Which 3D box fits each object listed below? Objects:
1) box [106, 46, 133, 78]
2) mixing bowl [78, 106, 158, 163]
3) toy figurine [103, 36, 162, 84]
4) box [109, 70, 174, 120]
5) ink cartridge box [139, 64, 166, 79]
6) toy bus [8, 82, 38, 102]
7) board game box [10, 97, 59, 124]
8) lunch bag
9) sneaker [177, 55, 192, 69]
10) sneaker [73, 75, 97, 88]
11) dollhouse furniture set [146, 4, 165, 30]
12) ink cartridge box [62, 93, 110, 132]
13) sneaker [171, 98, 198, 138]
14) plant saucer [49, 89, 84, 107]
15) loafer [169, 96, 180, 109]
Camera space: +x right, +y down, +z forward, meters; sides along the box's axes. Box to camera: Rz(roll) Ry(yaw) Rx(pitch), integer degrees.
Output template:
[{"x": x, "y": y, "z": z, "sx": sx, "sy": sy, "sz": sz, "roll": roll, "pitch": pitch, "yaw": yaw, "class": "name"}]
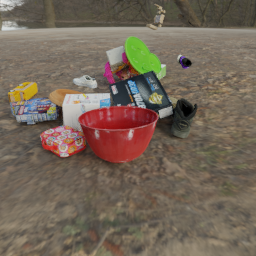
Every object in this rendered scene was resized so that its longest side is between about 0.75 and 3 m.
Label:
[{"x": -0.442, "y": -3.802, "z": 16.453, "sx": 1.053, "sy": 0.876, "sz": 2.562, "roll": -18, "pitch": -9, "yaw": 7, "class": "box"}, {"x": -0.298, "y": 0.249, "z": 8.857, "sx": 2.474, "sy": 1.340, "sz": 2.474, "roll": -1, "pitch": 19, "yaw": 0, "class": "mixing bowl"}, {"x": -0.025, "y": -3.377, "z": 15.834, "sx": 2.690, "sy": 2.194, "sz": 2.922, "roll": -23, "pitch": -23, "yaw": 40, "class": "toy figurine"}, {"x": 0.463, "y": -1.194, "z": 11.521, "sx": 2.129, "sy": 0.616, "sz": 2.679, "roll": -18, "pitch": 42, "yaw": 1, "class": "box"}, {"x": 1.427, "y": -3.424, "z": 17.490, "sx": 1.220, "sy": 0.697, "sz": 2.350, "roll": 11, "pitch": 28, "yaw": 22, "class": "ink cartridge box"}, {"x": -5.275, "y": -1.758, "z": 14.088, "sx": 0.751, "sy": 0.625, "sz": 1.919, "roll": 3, "pitch": 25, "yaw": 3, "class": "toy bus"}, {"x": -4.004, "y": -0.702, "z": 11.846, "sx": 2.013, "sy": 0.621, "sz": 2.015, "roll": -5, "pitch": 26, "yaw": -8, "class": "board game box"}, {"x": -2.256, "y": 0.442, "z": 9.466, "sx": 1.434, "sy": 0.587, "sz": 1.263, "roll": 21, "pitch": 33, "yaw": 37, "class": "lunch bag"}, {"x": 2.449, "y": -2.674, "z": 11.690, "sx": 0.525, "sy": 0.367, "sz": 1.056, "roll": 31, "pitch": 9, "yaw": 30, "class": "sneaker"}, {"x": -2.480, "y": -2.764, "z": 16.210, "sx": 1.708, "sy": 0.605, "sz": 0.624, "roll": 15, "pitch": 29, "yaw": 29, "class": "sneaker"}, {"x": 0.941, "y": -3.687, "z": 9.294, "sx": 0.334, "sy": 0.755, "sz": 0.392, "roll": 10, "pitch": 11, "yaw": -34, "class": "dollhouse furniture set"}, {"x": -1.544, "y": -0.550, "z": 10.762, "sx": 1.736, "sy": 1.256, "sz": 1.278, "roll": -2, "pitch": 25, "yaw": -4, "class": "ink cartridge box"}, {"x": 2.203, "y": -0.650, "z": 10.861, "sx": 0.872, "sy": 1.307, "sz": 2.282, "roll": 18, "pitch": 27, "yaw": 6, "class": "sneaker"}, {"x": -2.407, "y": -1.285, "z": 12.565, "sx": 2.197, "sy": 0.411, "sz": 2.197, "roll": 17, "pitch": 17, "yaw": -5, "class": "plant saucer"}, {"x": 1.315, "y": -1.240, "z": 12.523, "sx": 2.676, "sy": 0.902, "sz": 1.018, "roll": 3, "pitch": 17, "yaw": 8, "class": "loafer"}]
